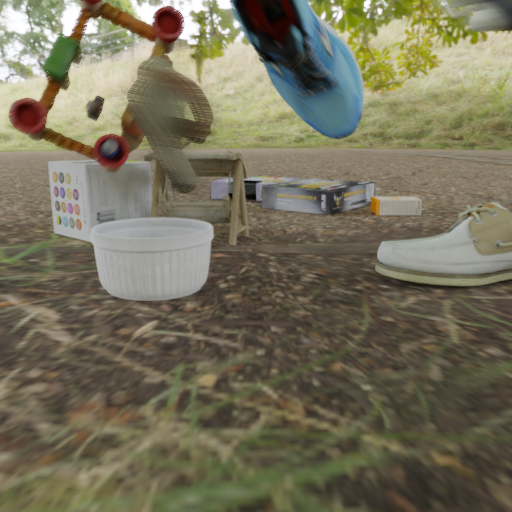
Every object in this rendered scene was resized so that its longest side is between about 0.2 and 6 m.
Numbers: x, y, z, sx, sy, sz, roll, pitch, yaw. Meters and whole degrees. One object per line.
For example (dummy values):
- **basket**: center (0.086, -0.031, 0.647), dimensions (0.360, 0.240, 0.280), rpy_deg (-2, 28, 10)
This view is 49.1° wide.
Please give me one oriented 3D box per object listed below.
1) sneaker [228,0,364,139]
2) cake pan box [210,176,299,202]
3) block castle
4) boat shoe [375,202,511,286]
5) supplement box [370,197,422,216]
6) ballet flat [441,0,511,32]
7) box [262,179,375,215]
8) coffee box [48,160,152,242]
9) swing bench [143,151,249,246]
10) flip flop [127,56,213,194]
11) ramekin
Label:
- **sneaker**: center (0.429, -2.862, 7.815), dimensions (1.307, 3.335, 1.500), rpy_deg (-22, 36, 27)
- **cake pan box**: center (-0.010, -1.802, 15.008), dimensions (1.860, 0.528, 2.019), rpy_deg (4, 14, 25)
- **block castle**: center (-2.202, -2.599, 8.027), dimensions (1.706, 2.553, 1.198), rpy_deg (23, -8, -12)
- **boat shoe**: center (2.904, -0.195, 7.121), dimensions (2.855, 0.976, 1.067), rpy_deg (-2, 13, -9)
- **supplement box**: center (3.066, -1.097, 12.317), dimensions (0.973, 0.358, 0.613), rpy_deg (0, 13, -1)
- **ballet flat**: center (3.483, -3.940, 8.829), dimensions (0.698, 0.698, 1.911), rpy_deg (-13, 54, -44)
- **box**: center (1.540, -1.469, 13.438), dimensions (1.842, 0.562, 2.326), rpy_deg (10, 16, 36)
- **coffee box**: center (-2.755, -1.036, 9.968), dimensions (1.290, 1.303, 1.305), rpy_deg (12, 18, 42)
- **swing bench**: center (-0.963, -1.012, 9.418), dimensions (1.518, 1.526, 0.990), rpy_deg (3, 13, 13)
- **flip flop**: center (-0.858, -1.626, 6.231), dimensions (0.724, 1.020, 2.515), rpy_deg (-20, 36, 7)
- **ramekin**: center (-1.227, 0.019, 6.706), dimensions (1.437, 0.754, 1.437), rpy_deg (0, 12, 0)
